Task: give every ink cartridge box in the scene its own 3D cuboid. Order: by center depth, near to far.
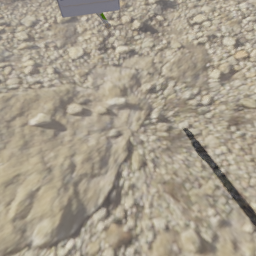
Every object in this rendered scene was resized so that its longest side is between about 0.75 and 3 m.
[{"bbox_3d":[-0.755,-2.886,4.990,1.081,1.063,1.469,-8,54,2],"label":"ink cartridge box"}]

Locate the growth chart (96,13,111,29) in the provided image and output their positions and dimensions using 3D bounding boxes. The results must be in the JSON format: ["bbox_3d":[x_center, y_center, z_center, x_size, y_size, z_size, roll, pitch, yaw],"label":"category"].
[{"bbox_3d":[-1.345,-3.810,7.060,0.220,1.799,2.486,-35,78,4],"label":"growth chart"}]
